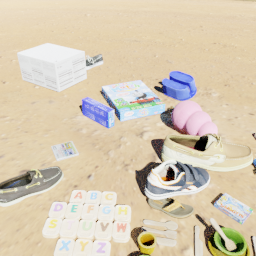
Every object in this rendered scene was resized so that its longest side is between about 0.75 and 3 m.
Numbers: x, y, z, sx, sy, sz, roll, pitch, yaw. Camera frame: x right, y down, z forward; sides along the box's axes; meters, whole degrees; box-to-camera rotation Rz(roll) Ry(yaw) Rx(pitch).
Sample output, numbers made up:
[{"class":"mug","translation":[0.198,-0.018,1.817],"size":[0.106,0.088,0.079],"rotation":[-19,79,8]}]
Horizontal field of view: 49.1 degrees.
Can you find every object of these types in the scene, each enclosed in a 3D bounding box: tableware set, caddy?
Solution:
[{"class":"tableware set","translation":[1.584,2.863,6.169],"size":[2.994,0.459,2.017],"rotation":[7,34,10]},{"class":"caddy","translation":[2.399,-1.927,13.185],"size":[1.697,0.891,1.200],"rotation":[30,66,36]}]

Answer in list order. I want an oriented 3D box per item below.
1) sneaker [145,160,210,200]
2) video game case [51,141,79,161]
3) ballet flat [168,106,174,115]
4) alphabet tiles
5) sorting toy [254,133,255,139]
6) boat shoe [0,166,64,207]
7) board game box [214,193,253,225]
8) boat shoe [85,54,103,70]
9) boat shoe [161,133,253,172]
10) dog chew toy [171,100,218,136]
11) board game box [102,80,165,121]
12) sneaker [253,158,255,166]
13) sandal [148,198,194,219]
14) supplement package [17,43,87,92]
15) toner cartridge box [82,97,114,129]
[{"class":"sneaker","translation":[1.524,1.379,7.960],"size":[2.162,0.859,0.848],"rotation":[-9,34,-27]},{"class":"video game case","translation":[-2.188,0.785,9.694],"size":[0.758,0.092,0.833],"rotation":[-15,35,-21]},{"class":"ballet flat","translation":[1.924,-0.662,11.789],"size":[0.313,0.294,0.866],"rotation":[-25,36,-1]},{"class":"alphabet tiles","translation":[-1.012,2.379,7.183],"size":[2.167,0.158,2.120],"rotation":[2,33,4]},{"class":"sorting toy","translation":[5.626,0.568,9.816],"size":[1.763,0.321,1.631],"rotation":[-3,33,-3]},{"class":"boat shoe","translation":[-2.784,1.546,8.058],"size":[1.970,0.593,0.702],"rotation":[-24,40,-32]},{"class":"board game box","translation":[2.831,2.155,7.537],"size":[0.566,0.144,0.837],"rotation":[-27,42,-35]},{"class":"boat shoe","translation":[-2.205,-3.883,16.352],"size":[1.903,0.650,0.703],"rotation":[-26,41,-34]},{"class":"boat shoe","translation":[2.569,0.698,8.998],"size":[2.969,0.986,1.099],"rotation":[0,33,0]},{"class":"dog chew toy","translation":[2.485,-0.189,10.295],"size":[1.193,1.193,1.915],"rotation":[-19,44,-26]},{"class":"board game box","translation":[0.158,-1.306,12.539],"size":[2.019,0.488,2.670],"rotation":[-12,34,-17]},{"class":"sneaker","translation":[4.180,1.281,8.689],"size":[0.509,0.351,0.915],"rotation":[-11,40,-31]},{"class":"sandal","translation":[1.131,2.055,7.506],"size":[1.270,0.343,0.510],"rotation":[15,36,21]},{"class":"supplement package","translation":[-3.882,-3.228,14.545],"size":[2.736,1.517,2.131],"rotation":[20,38,27]},{"class":"toner cartridge box","translation":[-1.212,-0.631,11.268],"size":[1.587,0.754,0.343],"rotation":[28,42,35]}]
